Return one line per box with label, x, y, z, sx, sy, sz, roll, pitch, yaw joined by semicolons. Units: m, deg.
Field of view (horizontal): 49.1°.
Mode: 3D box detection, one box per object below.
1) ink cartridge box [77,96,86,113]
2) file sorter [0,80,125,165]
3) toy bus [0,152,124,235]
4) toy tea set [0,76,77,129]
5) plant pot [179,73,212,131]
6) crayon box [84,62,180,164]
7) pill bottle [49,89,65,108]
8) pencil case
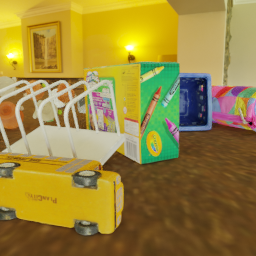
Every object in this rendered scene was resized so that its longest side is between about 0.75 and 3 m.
ink cartridge box;-0.130;-0.913;8.874;2.323;0.663;1.888;8;-21;-40
file sorter;-1.016;-0.065;3.698;1.548;0.964;1.074;5;29;27
toy bus;-0.727;0.533;2.526;1.446;0.471;0.566;3;9;18
toy tea set;-2.302;-0.583;6.951;2.037;1.211;0.754;1;-19;-9
plant pot;1.256;-0.636;6.955;1.340;1.340;1.205;-1;4;-1
crayon box;-0.075;-0.388;4.985;0.702;1.431;2.410;-7;12;-26
pill bottle;-3.026;-1.378;12.581;0.829;0.829;1.431;-1;9;-6
pencil case;2.657;-0.535;6.985;1.136;1.136;2.570;-3;9;-16
